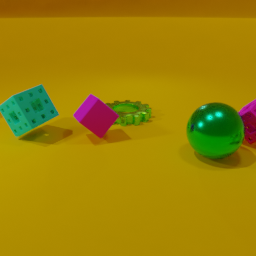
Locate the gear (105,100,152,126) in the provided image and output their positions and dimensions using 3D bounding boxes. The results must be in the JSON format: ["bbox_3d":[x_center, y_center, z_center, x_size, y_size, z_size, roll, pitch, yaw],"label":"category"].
[{"bbox_3d":[-0.070,-0.518,9.146,1.636,0.303,1.636,0,24,0],"label":"gear"}]

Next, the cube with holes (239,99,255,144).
[{"bbox_3d":[3.238,-0.210,7.032,0.764,0.764,0.764,47,61,4],"label":"cube with holes"}]

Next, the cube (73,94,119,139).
[{"bbox_3d":[-0.864,-0.326,7.485,0.779,0.779,0.779,-51,27,-2],"label":"cube"}]

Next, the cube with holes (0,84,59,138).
[{"bbox_3d":[-2.670,-0.456,7.551,0.944,0.944,0.944,-20,12,42],"label":"cube with holes"}]

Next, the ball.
[{"bbox_3d":[2.036,0.059,6.558,1.327,1.327,1.327,0,24,0],"label":"ball"}]
